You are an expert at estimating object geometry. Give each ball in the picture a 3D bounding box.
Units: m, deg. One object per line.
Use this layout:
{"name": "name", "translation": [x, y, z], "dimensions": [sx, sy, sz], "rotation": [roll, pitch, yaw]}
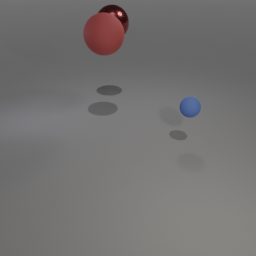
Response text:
{"name": "ball", "translation": [-0.825, -3.211, 9.619], "dimensions": [1.400, 1.400, 1.400], "rotation": [0, 28, 0]}
{"name": "ball", "translation": [2.079, -0.695, 9.366], "dimensions": [0.700, 0.700, 0.700], "rotation": [0, 28, 0]}
{"name": "ball", "translation": [-0.657, -4.374, 11.652], "dimensions": [1.400, 1.400, 1.400], "rotation": [0, 28, 0]}
